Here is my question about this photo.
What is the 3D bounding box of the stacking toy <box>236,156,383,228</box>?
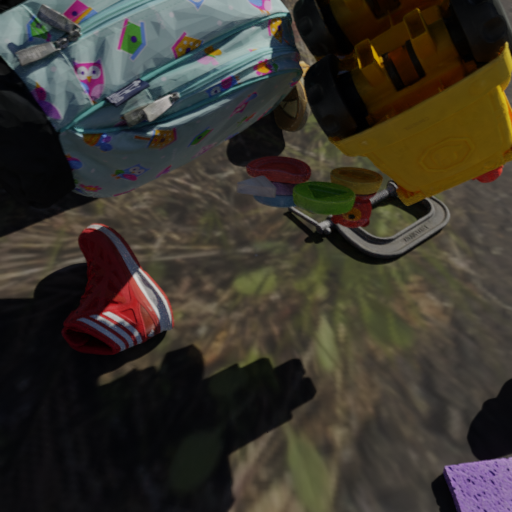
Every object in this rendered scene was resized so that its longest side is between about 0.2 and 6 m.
[{"bbox_3d":[0.515,-0.557,5.926,1.428,0.603,1.293,13,28,18],"label":"stacking toy"}]

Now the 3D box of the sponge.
[{"bbox_3d":[2.409,2.303,5.535,0.989,0.147,0.551,-5,42,-6],"label":"sponge"}]

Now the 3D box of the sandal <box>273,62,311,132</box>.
[{"bbox_3d":[0.754,-3.475,11.368,0.836,1.243,3.094,6,41,-18],"label":"sandal"}]

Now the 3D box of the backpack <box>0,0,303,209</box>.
[{"bbox_3d":[-1.402,-2.095,6.365,3.762,2.381,3.139,-32,13,-17],"label":"backpack"}]

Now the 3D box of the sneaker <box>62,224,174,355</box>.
[{"bbox_3d":[-2.086,0.412,7.182,1.221,0.828,2.115,-27,47,-29],"label":"sneaker"}]

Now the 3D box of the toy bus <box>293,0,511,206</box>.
[{"bbox_3d":[1.844,-1.920,6.097,1.817,2.571,2.678,-26,53,28],"label":"toy bus"}]

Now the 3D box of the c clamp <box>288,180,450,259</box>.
[{"bbox_3d":[1.887,-0.695,8.811,2.133,0.289,1.822,-23,47,-24],"label":"c clamp"}]
